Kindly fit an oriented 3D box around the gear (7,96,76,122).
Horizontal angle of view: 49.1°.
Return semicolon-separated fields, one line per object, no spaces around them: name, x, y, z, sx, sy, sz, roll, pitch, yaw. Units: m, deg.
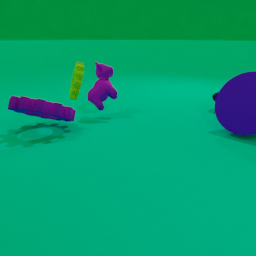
gear;-2.220;-0.474;7.295;1.651;0.305;1.651;9;-6;1

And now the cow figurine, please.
cow figurine;-0.832;-1.293;8.430;1.228;1.209;0.674;-41;-6;-7

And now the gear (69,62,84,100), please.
gear;-1.678;-1.520;9.109;0.225;1.215;1.215;11;16;-17

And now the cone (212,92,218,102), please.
cone;3.363;-1.148;9.065;0.889;0.893;0.889;18;40;-15

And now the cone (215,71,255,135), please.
cone;3.436;-0.403;7.493;1.662;1.662;1.668;18;-4;42
